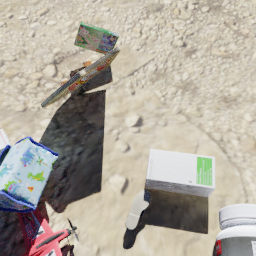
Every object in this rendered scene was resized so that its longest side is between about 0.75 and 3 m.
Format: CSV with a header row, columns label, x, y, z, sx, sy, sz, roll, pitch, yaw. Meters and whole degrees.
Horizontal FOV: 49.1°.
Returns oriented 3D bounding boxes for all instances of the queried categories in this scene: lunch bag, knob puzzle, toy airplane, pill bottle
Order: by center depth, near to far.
label,x,y,z,sx,sy,sz,roll,pitch,yaw
pill bottle,2.423,2.742,5.577,1.237,1.237,2.173,4,55,3
toy airplane,-2.164,2.828,5.988,2.450,0.451,2.450,-3,49,3
lunch bag,-2.659,1.150,6.604,1.101,1.727,1.468,38,52,-27
knob puzzle,-1.462,-1.409,7.863,2.718,2.718,0.377,-39,100,-24

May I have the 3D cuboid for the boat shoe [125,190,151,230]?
label,x,y,z,sx,sy,sz,roll,pitch,yaw
boat shoe,0.221,1.948,6.675,0.366,0.316,1.006,26,62,8

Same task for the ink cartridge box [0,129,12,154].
label,x,y,z,sx,sy,sz,roll,pitch,yaw
ink cartridge box,-3.677,0.508,7.607,0.878,0.372,0.634,-28,63,-22

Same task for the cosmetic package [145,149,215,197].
label,x,y,z,sx,sy,sz,roll,pitch,yaw
cosmetic package,1.286,1.131,7.039,1.634,0.693,0.879,7,59,4

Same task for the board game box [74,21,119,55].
label,x,y,z,sx,sy,sz,roll,pitch,yaw
board game box,-1.066,-2.966,9.413,1.312,0.883,0.191,12,53,-20
